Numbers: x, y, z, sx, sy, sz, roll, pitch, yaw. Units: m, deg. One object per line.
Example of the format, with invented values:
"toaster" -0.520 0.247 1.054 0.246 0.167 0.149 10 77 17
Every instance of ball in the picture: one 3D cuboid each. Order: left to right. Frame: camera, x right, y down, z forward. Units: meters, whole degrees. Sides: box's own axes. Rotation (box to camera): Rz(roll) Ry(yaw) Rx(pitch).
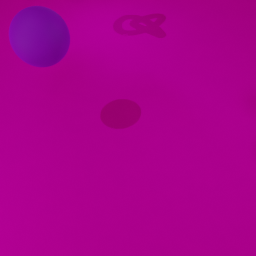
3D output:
"ball" -1.573 -1.625 5.032 1.048 1.048 1.048 0 54 0
